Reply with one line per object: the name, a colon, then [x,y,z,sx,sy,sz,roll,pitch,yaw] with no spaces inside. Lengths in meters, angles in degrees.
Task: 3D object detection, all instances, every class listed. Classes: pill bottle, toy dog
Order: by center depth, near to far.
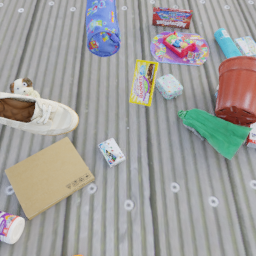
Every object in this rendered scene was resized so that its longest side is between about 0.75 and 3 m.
pill bottle: [-4.165,3.067,8.924,1.472,0.820,0.820,14,58,8]
toy dog: [-4.090,-1.318,11.314,1.082,1.550,1.503,-17,59,-12]

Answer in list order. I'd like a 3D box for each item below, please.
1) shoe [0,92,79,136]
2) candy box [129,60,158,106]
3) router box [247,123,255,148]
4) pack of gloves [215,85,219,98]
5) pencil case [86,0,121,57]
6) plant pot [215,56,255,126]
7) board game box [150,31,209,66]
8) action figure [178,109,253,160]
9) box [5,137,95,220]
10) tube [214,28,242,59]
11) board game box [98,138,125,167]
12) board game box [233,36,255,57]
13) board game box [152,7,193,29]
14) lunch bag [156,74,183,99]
shoe: [-2.843,-0.382,7.708,2.933,0.783,1.026,10,91,-7]
candy box: [0.577,-1.672,10.413,0.831,0.215,1.626,12,99,20]
router box: [5.383,0.315,10.996,1.292,0.316,1.160,13,58,8]
pack of gloves: [4.270,-1.495,12.305,0.829,0.164,0.696,19,67,18]
pencil case: [-0.764,-3.471,8.793,1.112,0.999,2.561,-23,57,30]
plant pot: [4.456,-1.350,11.068,2.146,2.146,2.087,16,71,10]
board game box: [2.576,-4.138,13.715,2.912,0.567,2.300,7,58,4]
action figure: [3.149,-0.012,10.952,2.799,0.765,1.653,33,64,27]
box: [-2.836,1.695,10.135,2.584,0.275,2.112,-30,62,-17]
tube: [4.917,-3.865,13.598,0.872,0.568,2.253,-17,63,-2]
board game box: [-0.626,0.925,10.687,0.651,0.178,1.031,-25,61,-15]
board game box: [5.918,-3.974,13.811,0.869,0.221,1.293,-13,58,-9]
board game box: [2.249,-5.653,14.419,1.977,1.018,0.192,8,58,5]
lunch bag: [1.834,-1.810,12.292,0.916,0.440,1.142,-23,60,-17]
